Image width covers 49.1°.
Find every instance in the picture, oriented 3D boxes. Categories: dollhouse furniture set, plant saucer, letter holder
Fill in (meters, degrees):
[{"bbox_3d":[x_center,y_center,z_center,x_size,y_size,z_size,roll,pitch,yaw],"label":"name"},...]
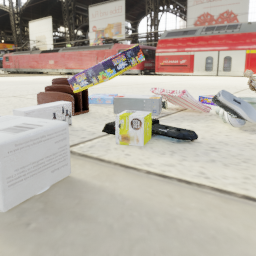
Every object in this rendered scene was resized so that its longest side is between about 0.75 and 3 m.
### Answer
[{"bbox_3d":[4.892,-0.928,9.344,2.071,1.011,1.766,24,2,-40],"label":"dollhouse furniture set"},{"bbox_3d":[5.141,-0.889,11.761,2.808,0.705,2.808,0,13,0],"label":"plant saucer"},{"bbox_3d":[-2.882,-1.451,12.327,2.148,1.526,1.080,8,15,29],"label":"letter holder"}]

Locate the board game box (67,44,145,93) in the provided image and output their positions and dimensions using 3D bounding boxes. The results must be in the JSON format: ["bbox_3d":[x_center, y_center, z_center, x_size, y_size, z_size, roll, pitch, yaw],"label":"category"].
[{"bbox_3d":[-0.783,-2.006,9.594,1.801,0.618,2.179,-36,18,-37],"label":"board game box"}]

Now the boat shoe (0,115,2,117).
[{"bbox_3d":[-4.383,-0.226,9.474,0.474,0.484,1.366,-8,25,-33],"label":"boat shoe"}]

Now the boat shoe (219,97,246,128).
[{"bbox_3d":[3.706,-0.459,10.074,0.785,0.864,2.350,-27,2,31],"label":"boat shoe"}]

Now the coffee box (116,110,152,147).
[{"bbox_3d":[0.174,-0.010,7.696,0.802,0.810,0.811,5,14,19],"label":"coffee box"}]

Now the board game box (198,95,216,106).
[{"bbox_3d":[4.802,-1.463,14.856,1.212,0.404,1.803,-7,15,-28],"label":"board game box"}]

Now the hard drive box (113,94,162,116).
[{"bbox_3d":[0.470,-1.023,12.218,1.933,0.742,1.506,2,13,11],"label":"hard drive box"}]

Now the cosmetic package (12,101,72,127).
[{"bbox_3d":[-2.612,-0.302,8.861,0.530,0.864,2.093,6,15,27],"label":"cosmetic package"}]

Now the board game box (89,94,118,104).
[{"bbox_3d":[-1.431,-1.670,15.826,1.496,0.362,1.978,1,13,5],"label":"board game box"}]

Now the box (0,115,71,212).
[{"bbox_3d":[-2.158,0.487,4.960,1.666,1.089,1.658,6,14,24],"label":"box"}]

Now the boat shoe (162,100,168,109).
[{"bbox_3d":[1.682,-1.125,13.468,0.347,0.415,1.113,-7,9,-5],"label":"boat shoe"}]

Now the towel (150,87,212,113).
[{"bbox_3d":[2.354,-1.328,12.699,1.843,0.377,2.519,25,-1,-31],"label":"towel"}]

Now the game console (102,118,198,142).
[{"bbox_3d":[0.665,0.061,8.469,1.722,0.352,2.920,-12,16,-40],"label":"game console"}]

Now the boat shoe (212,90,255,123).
[{"bbox_3d":[2.932,-0.502,7.677,1.406,0.519,0.480,26,-35,-13],"label":"boat shoe"}]
